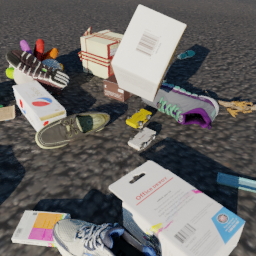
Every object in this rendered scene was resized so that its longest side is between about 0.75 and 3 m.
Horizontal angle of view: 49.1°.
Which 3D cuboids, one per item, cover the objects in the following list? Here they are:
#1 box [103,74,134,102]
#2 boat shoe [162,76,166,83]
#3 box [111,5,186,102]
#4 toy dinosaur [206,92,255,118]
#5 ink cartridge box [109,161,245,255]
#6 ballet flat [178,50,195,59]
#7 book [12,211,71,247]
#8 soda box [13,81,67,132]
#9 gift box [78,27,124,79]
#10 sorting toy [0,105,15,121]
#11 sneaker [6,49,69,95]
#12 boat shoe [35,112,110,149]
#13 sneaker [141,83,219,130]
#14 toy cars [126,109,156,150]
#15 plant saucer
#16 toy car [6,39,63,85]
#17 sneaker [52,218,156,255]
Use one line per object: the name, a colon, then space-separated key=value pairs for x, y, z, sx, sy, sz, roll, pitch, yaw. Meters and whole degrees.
box: x=0.013 y=-1.997 z=12.170 sx=1.071 sy=0.802 sz=2.139 roll=22 pitch=39 yaw=29
boat shoe: x=0.877 y=-2.651 z=13.212 sx=2.006 sy=0.665 sz=0.750 roll=21 pitch=39 yaw=28
box: x=0.470 y=-1.663 z=6.913 sx=1.120 sy=1.429 sz=2.298 roll=25 pitch=-2 yaw=3
toy dinosaur: x=4.014 y=-0.844 z=10.788 sx=2.134 sy=0.645 sz=1.133 roll=14 pitch=15 yaw=8
ink cartridge box: x=0.936 y=1.956 z=6.233 sx=1.516 sy=0.893 sz=2.632 roll=-27 pitch=43 yaw=-34
ballet flat: x=3.214 y=-4.082 z=15.618 sx=1.123 sy=0.403 sz=0.403 roll=-20 pitch=39 yaw=-27
book: x=-1.944 y=2.279 z=6.358 sx=1.112 sy=0.267 sz=0.743 roll=4 pitch=37 yaw=7
soda box: x=-3.237 y=-0.756 z=10.220 sx=0.967 sy=0.904 sz=2.840 roll=-22 pitch=40 yaw=-28
gift box: x=-1.074 y=-3.783 z=13.647 sx=2.011 sy=2.154 sz=1.988 roll=24 pitch=36 yaw=33
sorting toy: x=-4.762 y=-0.609 z=10.644 sx=0.921 sy=0.183 sz=1.246 roll=-15 pitch=40 yaw=-13
sneaker: x=-3.798 y=-2.062 z=11.483 sx=2.562 sy=1.480 sz=0.969 roll=27 pitch=55 yaw=-13
boat shoe: x=-1.708 y=-0.058 z=9.028 sx=2.497 sy=0.892 sz=0.821 roll=-19 pitch=-5 yaw=-30
sneaker: x=1.729 y=-0.791 z=10.173 sx=2.948 sy=1.097 sz=1.290 roll=14 pitch=42 yaw=19
toy cars: x=0.413 y=0.094 z=9.404 sx=0.941 sy=0.465 sz=2.099 roll=-1 pitch=38 yaw=-4
plant saucer: x=3.013 y=1.501 z=7.622 sx=1.144 sy=0.109 sz=0.400 roll=12 pitch=36 yaw=16
toy car: x=-4.199 y=-2.976 z=12.448 sx=2.475 sy=1.856 sz=2.166 roll=-16 pitch=29 yaw=-22
sneaker: x=-0.459 y=2.267 z=5.600 sx=2.420 sy=1.031 sz=0.933 roll=16 pitch=37 yaw=19
